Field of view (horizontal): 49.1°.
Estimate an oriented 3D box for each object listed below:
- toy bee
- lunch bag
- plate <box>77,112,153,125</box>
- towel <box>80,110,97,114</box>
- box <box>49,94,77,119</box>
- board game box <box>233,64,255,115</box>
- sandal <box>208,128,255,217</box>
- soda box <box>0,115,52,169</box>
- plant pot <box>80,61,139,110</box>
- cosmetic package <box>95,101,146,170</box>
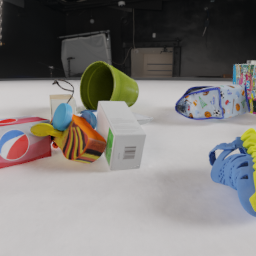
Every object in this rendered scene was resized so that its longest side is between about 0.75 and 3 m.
[{"bbox_3d":[-1.422,0.123,6.886,1.792,1.488,2.737,26,20,-19],"label":"toy bee"},{"bbox_3d":[3.320,-1.029,11.318,1.959,1.427,2.304,-9,2,-35],"label":"lunch bag"},{"bbox_3d":[-0.530,-0.293,10.284,2.150,0.347,2.145,-7,15,-29],"label":"plate"},{"bbox_3d":[-1.372,-0.558,11.616,1.159,0.281,0.647,5,14,17],"label":"towel"},{"bbox_3d":[-2.775,-0.904,11.818,1.030,0.843,2.170,-4,13,-17],"label":"box"},{"bbox_3d":[5.816,-1.741,12.504,0.958,2.199,2.981,-3,13,-6],"label":"board game box"},{"bbox_3d":[1.908,0.765,4.785,1.029,0.939,2.364,-20,6,21],"label":"sandal"},{"bbox_3d":[-3.065,0.370,5.956,0.878,0.969,2.768,12,17,43],"label":"soda box"},{"bbox_3d":[-0.702,-1.822,13.419,2.326,2.326,2.239,11,6,41],"label":"plant pot"},{"bbox_3d":[-0.223,0.109,6.338,0.709,0.899,1.671,-1,28,-19],"label":"cosmetic package"}]
